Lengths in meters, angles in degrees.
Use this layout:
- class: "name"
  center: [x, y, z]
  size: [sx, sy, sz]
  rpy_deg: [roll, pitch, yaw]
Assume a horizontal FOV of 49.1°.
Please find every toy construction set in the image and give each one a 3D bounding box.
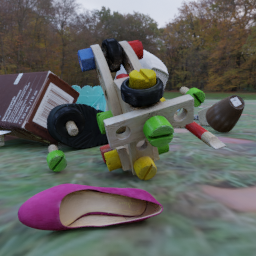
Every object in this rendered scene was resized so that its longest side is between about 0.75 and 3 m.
- class: "toy construction set"
  center: [0.398, 0.006, 4.070]
  size: [2.624, 2.189, 2.016]
  rpy_deg: [6, 22, -26]

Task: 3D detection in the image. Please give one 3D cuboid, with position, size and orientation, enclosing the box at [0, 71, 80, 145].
- class: "box"
  center: [-2.767, -0.563, 7.291]
  size: [2.951, 1.477, 1.106]
  rpy_deg: [5, -22, 42]

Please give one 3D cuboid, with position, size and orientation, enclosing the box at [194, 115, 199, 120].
- class: "box"
  center: [3.333, -0.476, 12.778]
  size: [0.841, 0.186, 0.674]
  rpy_deg: [4, 8, 29]

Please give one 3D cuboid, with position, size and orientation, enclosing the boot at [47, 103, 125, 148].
- class: "boot"
  center: [-1.397, -0.140, 7.104]
  size: [2.151, 0.971, 2.625]
  rpy_deg: [9, 4, 40]

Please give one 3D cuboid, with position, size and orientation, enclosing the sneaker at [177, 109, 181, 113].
- class: "sneaker"
  center: [1.834, -1.113, 14.990]
  size: [1.967, 0.885, 0.771]
  rpy_deg: [2, 8, 16]

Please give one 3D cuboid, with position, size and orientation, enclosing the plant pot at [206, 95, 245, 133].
- class: "plant pot"
  center: [2.995, -0.513, 8.392]
  size: [0.970, 0.970, 1.038]
  rpy_deg: [-1, -26, -11]

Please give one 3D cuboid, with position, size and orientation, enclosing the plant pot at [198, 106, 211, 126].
- class: "plant pot"
  center: [3.075, -0.427, 10.519]
  size: [0.687, 0.775, 0.775]
  rpy_deg: [-10, -1, 39]

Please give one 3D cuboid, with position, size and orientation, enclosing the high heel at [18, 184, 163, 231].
- class: "high heel"
  center: [-0.294, 0.705, 2.505]
  size: [1.232, 0.415, 0.592]
  rpy_deg: [-1, -4, -36]

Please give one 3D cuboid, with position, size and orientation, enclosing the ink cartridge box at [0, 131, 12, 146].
- class: "ink cartridge box"
  center: [-3.242, 0.264, 6.304]
  size: [1.060, 0.360, 0.615]
  rpy_deg: [1, 7, 6]

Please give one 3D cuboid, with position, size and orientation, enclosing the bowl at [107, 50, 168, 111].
- class: "bowl"
  center: [0.582, -1.597, 11.392]
  size: [1.093, 2.925, 2.929]
  rpy_deg: [24, 10, 28]

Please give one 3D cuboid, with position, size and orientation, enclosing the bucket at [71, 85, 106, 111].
- class: "bucket"
  center: [-1.995, -1.040, 11.943]
  size: [2.333, 1.518, 2.333]
  rpy_deg: [0, 7, 0]
